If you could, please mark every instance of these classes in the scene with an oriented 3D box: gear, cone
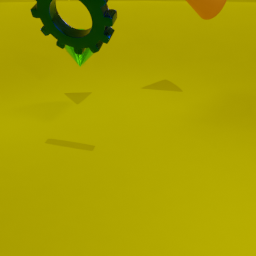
[{"bbox_3d":[-0.916,-1.920,4.706,1.440,1.440,0.266,8,52,16],"label":"gear"},{"bbox_3d":[2.059,-4.429,8.913,1.626,1.620,1.620,0,25,-24],"label":"cone"},{"bbox_3d":[-1.596,-2.454,9.403,1.208,1.208,1.213,-2,53,-5],"label":"cone"}]
